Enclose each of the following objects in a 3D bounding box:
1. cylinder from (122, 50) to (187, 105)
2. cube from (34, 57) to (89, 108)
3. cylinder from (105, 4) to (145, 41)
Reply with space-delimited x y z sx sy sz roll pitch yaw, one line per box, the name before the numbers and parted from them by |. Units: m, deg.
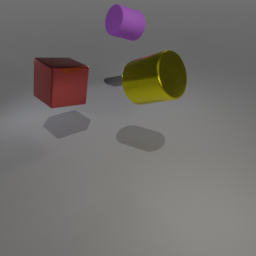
cylinder | 0.780 -1.445 8.268 1.400 1.400 1.400 -4 20 45
cube | -2.378 -1.640 9.881 1.400 1.400 1.400 -12 31 -40
cylinder | -0.138 -4.998 13.352 1.400 1.400 1.400 -1 24 -41
